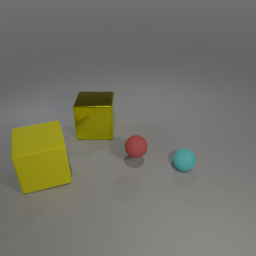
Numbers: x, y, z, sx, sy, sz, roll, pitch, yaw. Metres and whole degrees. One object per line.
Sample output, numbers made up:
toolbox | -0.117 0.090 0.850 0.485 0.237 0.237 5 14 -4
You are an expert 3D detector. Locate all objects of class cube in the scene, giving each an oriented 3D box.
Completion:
cube | -1.245 -0.495 10.728 1.400 1.400 1.400 0 29 0
cube | -2.540 0.817 8.240 1.400 1.400 1.400 -12 36 -15

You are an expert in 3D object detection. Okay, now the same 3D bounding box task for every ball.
ball | 0.253 0.567 8.569 0.700 0.700 0.700 0 30 0
ball | 1.771 0.999 8.786 0.700 0.700 0.700 0 30 0
